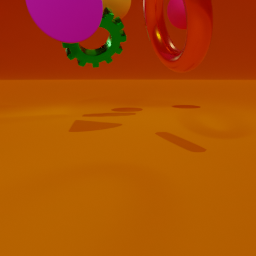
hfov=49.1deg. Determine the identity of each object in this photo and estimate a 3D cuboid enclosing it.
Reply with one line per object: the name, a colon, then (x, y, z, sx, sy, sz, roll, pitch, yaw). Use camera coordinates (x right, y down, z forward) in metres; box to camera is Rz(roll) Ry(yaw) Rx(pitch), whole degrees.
gear: (-1.021, -2.698, 8.461, 1.917, 1.917, 0.355, -4, 52, -21)
cone: (-1.655, -2.636, 6.387, 1.621, 1.621, 1.627, -6, 8, -30)
ring: (0.741, -1.799, 4.546, 0.364, 1.821, 1.821, -19, 16, -15)
ball: (2.090, -4.284, 10.186, 1.318, 1.318, 1.318, 0, 11, 0)
ball: (-0.575, -4.140, 9.041, 1.350, 1.350, 1.350, 0, 11, 0)
